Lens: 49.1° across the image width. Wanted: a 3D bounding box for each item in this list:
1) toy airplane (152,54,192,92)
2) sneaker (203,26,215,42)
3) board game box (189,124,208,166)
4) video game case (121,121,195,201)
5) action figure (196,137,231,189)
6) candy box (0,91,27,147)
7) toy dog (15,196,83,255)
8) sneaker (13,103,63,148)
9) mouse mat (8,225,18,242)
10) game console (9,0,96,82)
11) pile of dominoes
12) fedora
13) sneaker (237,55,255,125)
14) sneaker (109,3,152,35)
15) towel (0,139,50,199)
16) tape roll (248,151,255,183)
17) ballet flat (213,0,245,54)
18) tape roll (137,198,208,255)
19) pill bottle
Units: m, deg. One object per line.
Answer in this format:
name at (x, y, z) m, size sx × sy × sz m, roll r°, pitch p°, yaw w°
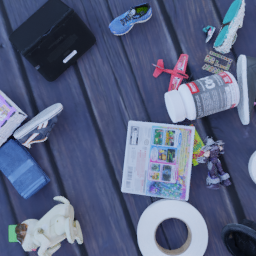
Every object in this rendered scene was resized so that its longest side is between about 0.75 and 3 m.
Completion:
toy airplane at (1.839, -2.348, 11.879) m, size 1.800 × 0.331 × 1.800 m, roll 0°, pitch 86°, yaw 0°
sneaker at (3.387, -4.069, 11.997) m, size 0.459 × 0.318 × 0.760 m, roll 27°, pitch 79°, yaw -3°
board game box at (2.692, 0.705, 11.648) m, size 0.779 × 0.365 × 1.534 m, roll -29°, pitch 87°, yaw -2°
video game case at (1.213, 1.293, 11.402) m, size 2.696 × 0.351 × 2.962 m, roll 6°, pitch 87°, yaw 9°
action figure at (3.435, 1.367, 11.318) m, size 1.389 × 0.741 × 2.135 m, roll -16°, pitch 96°, yaw -18°
candy box at (-5.552, -0.287, 11.262) m, size 1.886 × 0.804 × 2.248 m, roll 40°, pitch 87°, yaw 19°
toy dog at (-3.196, 3.925, 10.867) m, size 2.273 × 1.586 × 2.204 m, roll -19°, pitch 74°, yaw -1°
sneaker at (-3.458, -0.088, 11.423) m, size 2.248 × 0.882 × 0.893 m, roll -35°, pitch 118°, yaw -1°
mouse mat at (-4.499, 4.348, 11.571) m, size 0.897 × 0.034 × 0.722 m, roll -2°, pitch 86°, yaw 1°
game console at (-3.232, -3.817, 12.016) m, size 2.788 × 1.622 × 2.452 m, roll -43°, pitch 117°, yaw -2°
pile of dominoes at (3.827, -2.752, 11.985) m, size 1.119 × 0.178 × 0.872 m, roll 22°, pitch 86°, yaw 2°
fedora at (4.763, 4.366, 10.903) m, size 2.221 × 2.221 × 1.015 m, roll 49°, pitch 54°, yaw 3°
sneaker at (5.301, -1.575, 11.458) m, size 1.449 × 1.033 × 2.921 m, roll 2°, pitch 82°, yaw 5°
sneaker at (0.077, -4.668, 11.754) m, size 2.031 × 0.905 × 0.798 m, roll -32°, pitch 86°, yaw -2°
towel at (-4.396, 1.667, 11.492) m, size 1.293 × 0.562 × 2.315 m, roll -39°, pitch 88°, yaw -2°
tape roll at (5.948, 1.656, 11.599) m, size 1.833 × 0.335 × 1.833 m, roll 0°, pitch 87°, yaw -1°
ballet flat at (4.388, -4.244, 11.898) m, size 0.859 × 0.859 × 2.394 m, roll 26°, pitch 89°, yaw 2°
tape roll at (1.771, 4.305, 11.326) m, size 2.865 × 0.524 × 2.865 m, roll 0°, pitch 86°, yaw -1°
pill bottle at (2.905, -1.197, 11.212) m, size 2.608 × 1.485 × 1.485 m, roll -17°, pitch 86°, yaw -2°
